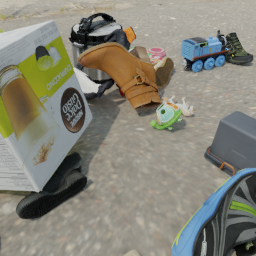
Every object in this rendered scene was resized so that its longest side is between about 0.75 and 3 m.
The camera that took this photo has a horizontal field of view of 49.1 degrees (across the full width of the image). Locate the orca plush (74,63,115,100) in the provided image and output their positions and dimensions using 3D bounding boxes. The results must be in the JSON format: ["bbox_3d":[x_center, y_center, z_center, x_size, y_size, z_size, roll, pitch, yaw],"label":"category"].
[{"bbox_3d":[-1.376,-1.508,9.708,2.563,1.348,0.911,5,-7,40],"label":"orca plush"}]

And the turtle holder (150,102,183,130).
[{"bbox_3d":[1.117,-0.358,8.190,0.637,0.898,0.682,43,48,-11],"label":"turtle holder"}]

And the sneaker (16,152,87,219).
[{"bbox_3d":[-1.712,1.208,6.280,1.946,0.584,1.015,-24,43,-37],"label":"sneaker"}]

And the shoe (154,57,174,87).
[{"bbox_3d":[1.239,-2.095,10.884,0.561,0.734,2.100,-20,21,37],"label":"shoe"}]

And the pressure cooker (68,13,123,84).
[{"bbox_3d":[-1.166,-3.118,10.713,2.115,2.367,2.082,-7,36,-10],"label":"pressure cooker"}]

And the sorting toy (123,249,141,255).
[{"bbox_3d":[-0.035,2.643,4.563,1.147,0.209,1.062,-21,41,-26],"label":"sorting toy"}]

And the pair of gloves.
[{"bbox_3d":[-0.031,-2.438,10.018,0.273,2.208,1.967,-3,30,40],"label":"pair of gloves"}]

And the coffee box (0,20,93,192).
[{"bbox_3d":[-2.844,-0.485,6.310,2.722,2.692,2.718,-3,33,23],"label":"coffee box"}]

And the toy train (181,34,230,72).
[{"bbox_3d":[3.228,-3.162,11.683,2.265,1.294,0.982,-17,39,-22],"label":"toy train"}]

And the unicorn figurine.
[{"bbox_3d":[1.699,-0.706,9.090,1.216,0.449,0.835,-3,44,21],"label":"unicorn figurine"}]

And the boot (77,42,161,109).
[{"bbox_3d":[-0.131,-1.518,8.660,2.621,0.966,2.028,-10,79,-30],"label":"boot"}]

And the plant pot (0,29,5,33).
[{"bbox_3d":[-6.261,-4.108,13.425,0.977,0.977,0.898,24,53,30],"label":"plant pot"}]

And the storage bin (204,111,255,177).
[{"bbox_3d":[2.819,0.482,6.715,1.316,1.215,1.809,-25,42,-31],"label":"storage bin"}]

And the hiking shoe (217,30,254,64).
[{"bbox_3d":[4.632,-3.618,12.461,0.846,1.125,2.235,-20,40,-26],"label":"hiking shoe"}]

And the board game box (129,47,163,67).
[{"bbox_3d":[0.498,-3.173,12.586,1.078,0.338,2.257,-25,40,-32],"label":"board game box"}]

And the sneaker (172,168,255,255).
[{"bbox_3d":[1.991,1.757,5.323,1.184,1.013,2.857,42,50,20],"label":"sneaker"}]

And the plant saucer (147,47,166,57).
[{"bbox_3d":[1.331,-3.572,13.170,0.925,0.235,0.925,1,36,0],"label":"plant saucer"}]
